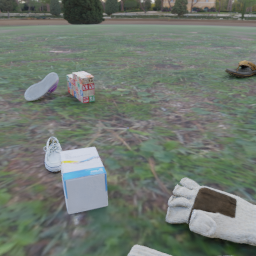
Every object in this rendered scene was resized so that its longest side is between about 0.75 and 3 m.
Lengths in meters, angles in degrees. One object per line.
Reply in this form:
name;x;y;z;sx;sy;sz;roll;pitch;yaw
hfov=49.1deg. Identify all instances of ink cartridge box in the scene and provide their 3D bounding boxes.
ink cartridge box;-0.914;1.003;5.633;0.786;0.790;1.076;-8;26;-16

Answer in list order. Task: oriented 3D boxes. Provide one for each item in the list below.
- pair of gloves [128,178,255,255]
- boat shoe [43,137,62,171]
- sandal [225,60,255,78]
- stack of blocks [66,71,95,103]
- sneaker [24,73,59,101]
pair of gloves;1.398;1.830;4.214;2.375;0.490;2.793;15;30;29
boat shoe;-1.825;0.555;6.912;0.466;0.538;1.262;-6;25;-12
sandal;6.383;-3.184;14.745;2.864;0.782;1.170;-7;26;-15
stack of blocks;-1.952;-1.768;11.404;0.512;1.006;1.748;-14;28;-28
sneaker;-3.490;-1.514;11.534;1.611;0.919;0.584;-41;84;-22
